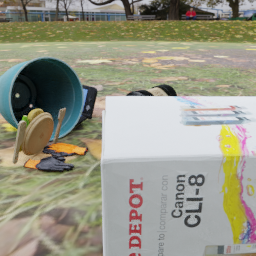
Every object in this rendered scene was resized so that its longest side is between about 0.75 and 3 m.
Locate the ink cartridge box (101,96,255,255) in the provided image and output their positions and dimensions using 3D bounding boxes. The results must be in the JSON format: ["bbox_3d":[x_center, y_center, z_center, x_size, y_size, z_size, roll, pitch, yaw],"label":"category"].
[{"bbox_3d":[1.008,0.761,3.495,2.710,1.969,1.960,-1,21,-3],"label":"ink cartridge box"}]

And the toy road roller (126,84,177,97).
[{"bbox_3d":[0.659,0.265,6.229,2.369,1.729,1.456,49,34,12],"label":"toy road roller"}]

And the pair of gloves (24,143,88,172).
[{"bbox_3d":[-1.641,0.658,6.557,1.151,0.160,1.292,5,22,11],"label":"pair of gloves"}]

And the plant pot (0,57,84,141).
[{"bbox_3d":[-2.756,-0.863,8.016,2.059,2.192,2.192,10,22,43],"label":"plant pot"}]

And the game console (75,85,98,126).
[{"bbox_3d":[-1.943,-0.751,8.862,1.660,1.460,0.966,19,8,39],"label":"game console"}]

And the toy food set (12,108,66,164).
[{"bbox_3d":[-2.163,0.083,6.598,0.343,1.180,1.709,24,20,13],"label":"toy food set"}]
